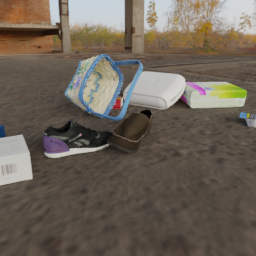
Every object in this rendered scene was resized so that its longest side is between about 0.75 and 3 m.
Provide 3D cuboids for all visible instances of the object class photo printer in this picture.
[{"bbox_3d":[1.382,-1.873,13.723,2.613,0.907,2.174,14,47,34],"label":"photo printer"}]

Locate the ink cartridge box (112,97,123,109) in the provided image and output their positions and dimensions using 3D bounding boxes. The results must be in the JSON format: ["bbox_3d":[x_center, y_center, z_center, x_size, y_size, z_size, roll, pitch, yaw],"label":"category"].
[{"bbox_3d":[-0.792,-1.242,13.530,1.002,0.420,0.880,3,20,6],"label":"ink cartridge box"}]

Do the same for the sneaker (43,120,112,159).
[{"bbox_3d":[-1.419,0.221,8.430,2.191,0.959,0.830,-11,22,-30],"label":"sneaker"}]

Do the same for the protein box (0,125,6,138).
[{"bbox_3d":[-4.367,0.427,8.111,1.151,0.777,1.143,2,19,5],"label":"protein box"}]

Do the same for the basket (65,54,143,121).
[{"bbox_3d":[-0.970,-1.588,11.180,2.862,2.524,1.991,11,-20,32],"label":"basket"}]

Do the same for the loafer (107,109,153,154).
[{"bbox_3d":[0.148,-0.049,8.873,0.988,0.965,2.706,23,23,9],"label":"loafer"}]

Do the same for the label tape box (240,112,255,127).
[{"bbox_3d":[4.909,-0.298,10.904,1.064,0.337,0.767,9,21,24],"label":"label tape box"}]

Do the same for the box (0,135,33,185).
[{"bbox_3d":[-3.096,0.789,7.122,1.051,0.734,1.381,-9,21,-24],"label":"box"}]

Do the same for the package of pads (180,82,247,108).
[{"bbox_3d":[4.106,-1.682,14.026,2.761,0.942,2.133,-1,20,-7],"label":"package of pads"}]
